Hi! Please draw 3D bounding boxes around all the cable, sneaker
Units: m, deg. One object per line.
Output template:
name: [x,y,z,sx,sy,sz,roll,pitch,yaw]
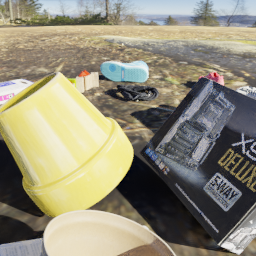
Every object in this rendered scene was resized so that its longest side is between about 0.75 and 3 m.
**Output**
cable: [0.361,-1.500,11.107,1.446,0.450,1.772,-14,27,-28]
sneaker: [-0.089,-2.805,13.495,2.295,0.913,1.498,13,28,6]
sneaker: [4.649,-1.182,10.288,1.312,0.524,0.854,14,17,6]
sneaker: [3.627,-2.108,12.069,0.646,0.760,1.752,-6,24,-14]

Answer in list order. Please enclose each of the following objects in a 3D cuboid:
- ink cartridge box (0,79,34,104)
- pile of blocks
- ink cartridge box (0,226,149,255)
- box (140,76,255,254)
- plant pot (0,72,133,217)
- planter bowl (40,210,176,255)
ink cartridge box: [-4.989,-1.287,10.558,1.366,0.535,2.885,20,34,39]
pile of blocks: [-2.133,-1.981,11.754,1.043,0.789,2.540,13,27,26]
ink cartridge box: [-0.283,2.047,3.360,2.275,0.538,1.821,6,19,-34]
box: [1.585,0.409,4.919,0.657,2.083,2.641,34,8,-34]
plant pot: [-1.205,0.161,4.879,1.997,1.879,1.997,-27,24,13]
planter bowl: [-0.249,1.466,2.590,1.277,0.859,1.277,18,9,-3]
